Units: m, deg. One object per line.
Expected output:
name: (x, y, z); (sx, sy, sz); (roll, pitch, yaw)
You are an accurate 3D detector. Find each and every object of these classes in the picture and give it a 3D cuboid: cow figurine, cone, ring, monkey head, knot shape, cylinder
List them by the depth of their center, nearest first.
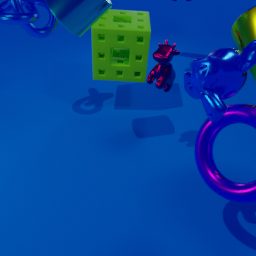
monkey head: (1.123, -0.510, 3.368); (0.705, 1.169, 0.841); (-9, 67, -19)
ring: (1.414, 0.321, 3.599); (0.254, 1.270, 1.270); (1, 30, -42)
cone: (2.105, -0.747, 3.884); (1.399, 1.399, 1.404); (8, 75, 10)
cylinder: (-0.871, -2.270, 5.080); (0.853, 0.853, 0.853); (-37, 35, 18)
cow figurine: (0.748, -1.227, 5.616); (0.505, 0.906, 0.921); (31, 12, 26)
knot shape: (-2.290, -2.720, 6.544); (1.369, 0.676, 1.463); (23, 54, -34)

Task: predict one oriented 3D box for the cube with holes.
cube with holes: (-0.178, -2.206, 7.478); (1.392, 1.392, 1.392); (3, 40, -1)
